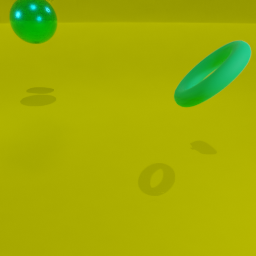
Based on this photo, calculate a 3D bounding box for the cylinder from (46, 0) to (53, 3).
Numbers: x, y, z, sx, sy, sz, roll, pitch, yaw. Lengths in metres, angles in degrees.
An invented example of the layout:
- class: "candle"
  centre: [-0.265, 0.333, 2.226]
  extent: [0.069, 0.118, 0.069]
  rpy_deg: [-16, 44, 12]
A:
- class: "cylinder"
  centre: [-2.988, -4.475, 9.012]
  extent: [0.923, 0.923, 0.923]
  rpy_deg: [-13, 39, 10]

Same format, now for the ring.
- class: "ring"
  centre: [1.117, -0.732, 3.828]
  extent: [1.189, 0.238, 1.189]
  rpy_deg: [-42, 12, 11]

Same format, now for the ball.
- class: "ball"
  centre: [-2.829, -3.241, 8.427]
  extent: [1.380, 1.380, 1.380]
  rpy_deg: [0, 23, 0]
